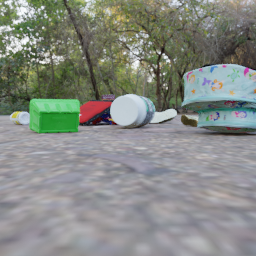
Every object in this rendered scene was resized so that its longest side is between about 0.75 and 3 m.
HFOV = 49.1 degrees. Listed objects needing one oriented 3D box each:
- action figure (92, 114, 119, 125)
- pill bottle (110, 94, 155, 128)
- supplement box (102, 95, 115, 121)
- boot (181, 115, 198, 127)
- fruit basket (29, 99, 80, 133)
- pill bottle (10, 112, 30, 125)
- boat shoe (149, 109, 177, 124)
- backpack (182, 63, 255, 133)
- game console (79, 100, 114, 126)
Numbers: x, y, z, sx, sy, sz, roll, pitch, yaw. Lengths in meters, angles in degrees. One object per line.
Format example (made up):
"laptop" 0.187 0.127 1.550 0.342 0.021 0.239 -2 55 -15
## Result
"action figure" -0.975 -0.507 12.763 1.903 0.621 0.942 3 20 32
"pill bottle" 0.198 -0.598 10.060 1.175 1.175 2.079 1 4 18
"supplement box" -1.155 -1.182 16.762 0.806 1.561 1.022 0 4 -2
"boot" 2.680 -0.288 11.047 0.843 0.393 1.090 -3 14 -26
"fruit basket" -2.100 -0.329 7.980 1.474 1.063 1.474 7 19 -3
"pill bottle" -4.720 -0.421 12.188 1.016 0.569 0.569 4 5 42
"boat shoe" 1.518 -0.476 13.502 1.674 0.598 0.500 -12 -25 -11
"backpack" 2.555 -0.762 7.144 2.327 1.752 2.066 12 -6 -27
"game console" -1.136 -0.347 12.838 2.514 1.731 2.917 -35 20 -20
